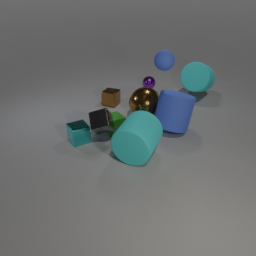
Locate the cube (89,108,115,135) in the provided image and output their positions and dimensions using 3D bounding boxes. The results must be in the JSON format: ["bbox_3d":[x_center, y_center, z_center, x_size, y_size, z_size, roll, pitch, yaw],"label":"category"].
[{"bbox_3d":[-0.963,-0.236,10.299,0.700,0.700,0.700,-14,72,11],"label":"cube"}]

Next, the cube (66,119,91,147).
[{"bbox_3d":[-1.867,0.187,10.598,0.700,0.700,0.700,-16,33,-26],"label":"cube"}]

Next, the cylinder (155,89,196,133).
[{"bbox_3d":[1.819,-0.677,11.065,1.400,1.400,1.400,11,17,-3],"label":"cylinder"}]

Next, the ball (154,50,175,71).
[{"bbox_3d":[1.233,-2.289,9.482,0.700,0.700,0.700,0,30,0],"label":"ball"}]

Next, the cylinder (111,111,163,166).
[{"bbox_3d":[0.321,0.326,9.551,1.400,1.400,1.400,12,35,20],"label":"cylinder"}]

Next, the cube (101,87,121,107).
[{"bbox_3d":[-0.815,-1.480,13.496,0.700,0.700,0.700,12,30,20],"label":"cube"}]

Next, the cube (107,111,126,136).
[{"bbox_3d":[-0.572,-0.178,11.184,0.700,0.700,0.700,-12,31,-29],"label":"cube"}]

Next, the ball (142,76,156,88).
[{"bbox_3d":[1.115,-2.402,14.888,0.700,0.700,0.700,0,30,0],"label":"ball"}]

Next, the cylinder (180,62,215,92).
[{"bbox_3d":[3.437,-2.467,13.741,1.400,1.400,1.400,15,13,24],"label":"cylinder"}]

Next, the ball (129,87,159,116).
[{"bbox_3d":[0.741,-1.068,12.088,1.400,1.400,1.400,0,30,0],"label":"ball"}]
